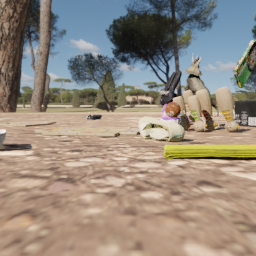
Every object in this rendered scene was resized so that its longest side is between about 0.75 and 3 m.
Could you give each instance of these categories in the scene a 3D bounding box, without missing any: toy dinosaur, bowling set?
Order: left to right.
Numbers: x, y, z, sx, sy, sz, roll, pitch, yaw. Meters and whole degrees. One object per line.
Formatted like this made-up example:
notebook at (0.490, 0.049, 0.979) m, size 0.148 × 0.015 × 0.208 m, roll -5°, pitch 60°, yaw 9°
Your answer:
bowling set at (2.012, -0.371, 8.876) m, size 1.763 × 1.360 × 2.534 m, roll -21°, pitch 11°, yaw -14°
toy dinosaur at (2.548, -1.376, 10.112) m, size 0.884 × 2.297 × 1.175 m, roll -20°, pitch -9°, yaw 9°

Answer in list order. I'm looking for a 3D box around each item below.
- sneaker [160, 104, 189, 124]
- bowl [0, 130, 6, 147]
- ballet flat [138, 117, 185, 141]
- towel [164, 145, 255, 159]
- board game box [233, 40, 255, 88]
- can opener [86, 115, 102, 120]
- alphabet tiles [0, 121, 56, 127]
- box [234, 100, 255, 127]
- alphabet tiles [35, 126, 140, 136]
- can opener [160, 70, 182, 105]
sneaker at (2.023, -0.609, 11.865) m, size 0.899 × 0.988 × 2.236 m, roll 1°, pitch 3°, yaw 28°
bowl at (-2.571, 0.222, 4.812) m, size 0.888 × 0.331 × 0.886 m, roll -1°, pitch 4°, yaw -23°
ballet flat at (0.602, 0.050, 6.428) m, size 0.538 × 0.538 × 1.548 m, roll -3°, pitch 6°, yaw -35°
towel at (1.604, 0.359, 4.240) m, size 2.097 × 0.189 × 0.902 m, roll 0°, pitch -1°, yaw 9°
board game box at (3.207, -1.728, 7.541) m, size 0.142 × 1.209 × 0.634 m, roll 16°, pitch -28°, yaw 45°
can opener at (-2.074, -0.631, 17.375) m, size 0.422 × 0.334 × 1.268 m, roll 42°, pitch 27°, yaw 25°
alphabet tiles at (-4.426, -0.200, 12.367) m, size 2.068 × 0.093 × 2.474 m, roll 2°, pitch 5°, yaw 23°
box at (5.362, -0.603, 11.269) m, size 1.693 × 1.052 × 1.257 m, roll -3°, pitch 5°, yaw -23°
alphabet tiles at (-1.086, 0.071, 8.498) m, size 2.994 × 0.095 × 2.491 m, roll 1°, pitch 5°, yaw 11°
can opener at (2.036, -1.894, 13.292) m, size 0.722 × 2.277 × 0.895 m, roll -5°, pitch -40°, yaw 32°
